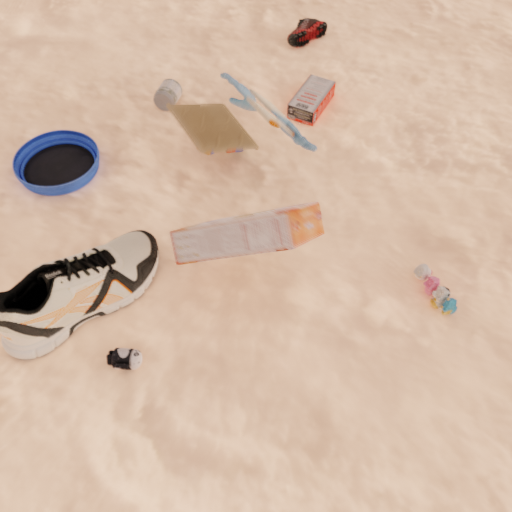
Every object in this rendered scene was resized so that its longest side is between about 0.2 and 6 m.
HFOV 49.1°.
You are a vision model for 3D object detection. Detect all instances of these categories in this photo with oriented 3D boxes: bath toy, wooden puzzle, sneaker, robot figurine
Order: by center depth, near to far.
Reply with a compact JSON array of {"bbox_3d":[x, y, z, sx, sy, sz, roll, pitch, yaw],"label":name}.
[{"bbox_3d":[-2.362,1.844,10.066,0.620,0.387,0.466,4,61,3],"label":"robot figurine"},{"bbox_3d":[-3.256,0.502,10.514,1.277,1.386,3.465,35,58,26],"label":"sneaker"},{"bbox_3d":[3.509,0.641,11.002,0.416,0.489,1.126,10,39,-36],"label":"bath toy"},{"bbox_3d":[-1.046,-2.940,13.156,1.813,0.420,1.679,-10,54,-40],"label":"wooden puzzle"},{"bbox_3d":[1.388,-6.640,16.610,1.501,0.530,0.733,-34,60,-26],"label":"sneaker"}]

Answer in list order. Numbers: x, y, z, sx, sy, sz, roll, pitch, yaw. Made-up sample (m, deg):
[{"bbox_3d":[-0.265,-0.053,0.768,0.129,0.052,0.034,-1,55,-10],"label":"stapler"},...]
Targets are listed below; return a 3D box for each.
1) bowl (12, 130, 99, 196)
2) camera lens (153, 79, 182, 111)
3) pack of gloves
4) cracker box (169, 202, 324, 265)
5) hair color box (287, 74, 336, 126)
[{"bbox_3d":[-4.682,-2.192,13.222,1.983,0.389,1.983,0,52,0],"label":"bowl"},{"bbox_3d":[-2.310,-4.232,14.687,0.589,0.589,0.736,13,53,10],"label":"camera lens"},{"bbox_3d":[0.179,-2.752,11.183,0.432,1.841,2.192,-50,52,17],"label":"pack of gloves"},{"bbox_3d":[-0.138,-0.422,10.133,2.348,0.677,1.573,-7,7,26],"label":"cracker box"},{"bbox_3d":[1.448,-4.087,14.656,0.762,0.460,1.501,23,55,16],"label":"hair color box"}]
